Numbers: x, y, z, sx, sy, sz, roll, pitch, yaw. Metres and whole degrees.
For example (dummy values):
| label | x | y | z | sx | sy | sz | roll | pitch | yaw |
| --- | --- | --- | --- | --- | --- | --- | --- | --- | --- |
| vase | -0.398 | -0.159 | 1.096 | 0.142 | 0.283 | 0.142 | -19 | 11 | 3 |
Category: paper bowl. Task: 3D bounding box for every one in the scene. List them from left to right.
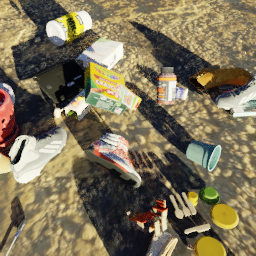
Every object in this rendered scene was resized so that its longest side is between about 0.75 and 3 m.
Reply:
| label | x | y | z | sx | sy | sz | roll | pitch | yaw |
| --- | --- | --- | --- | --- | --- | --- | --- | --- | --- |
| paper bowl | -5.928 | -1.148 | 12.367 | 1.788 | 0.930 | 1.788 | 0 | 43 | 0 |

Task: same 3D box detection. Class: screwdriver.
| label | x | y | z | sx | sy | sz | roll | pitch | yaw |
| --- | --- | --- | --- | --- | --- | --- | --- | --- | --- |
| screwdriver | -3.295 | 3.237 | 8.087 | 0.185 | 0.193 | 1.328 | 7 | 39 | 10 |

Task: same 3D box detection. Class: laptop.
| label | x | y | z | sx | sy | sz | roll | pitch | yaw |
| --- | --- | --- | --- | --- | --- | --- | --- | --- | --- |
| laptop | -3.627 | -2.376 | 14.312 | 2.838 | 1.466 | 2.515 | 46 | 56 | 8 |

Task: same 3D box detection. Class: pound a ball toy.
| label | x | y | z | sx | sy | sz | roll | pitch | yaw |
| --- | --- | --- | --- | --- | --- | --- | --- | --- | --- |
| pound a ball toy | -2.338 | -1.095 | 12.449 | 1.160 | 0.756 | 1.780 | 18 | 45 | 19 |

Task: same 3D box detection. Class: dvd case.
| label | x | y | z | sx | sy | sz | roll | pitch | yaw |
| --- | --- | --- | --- | --- | --- | --- | --- | --- | --- |
| dvd case | 5.296 | -1.323 | 13.094 | 1.547 | 0.233 | 2.119 | -4 | 41 | -4 |

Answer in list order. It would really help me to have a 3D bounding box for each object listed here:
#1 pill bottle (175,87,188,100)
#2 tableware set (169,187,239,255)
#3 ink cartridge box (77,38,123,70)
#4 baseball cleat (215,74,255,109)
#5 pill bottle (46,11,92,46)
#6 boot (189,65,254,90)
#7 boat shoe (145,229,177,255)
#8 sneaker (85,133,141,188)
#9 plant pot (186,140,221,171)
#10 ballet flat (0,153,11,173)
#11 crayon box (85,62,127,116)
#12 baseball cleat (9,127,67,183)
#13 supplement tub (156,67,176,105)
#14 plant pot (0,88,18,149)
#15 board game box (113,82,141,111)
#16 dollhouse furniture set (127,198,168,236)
| label | x | y | z | sx | sy | sz | roll | pitch | yaw |
| --- | --- | --- | --- | --- | --- | --- | --- | --- | --- |
| pill bottle | 2.336 | -1.686 | 13.269 | 0.872 | 0.522 | 0.522 | 15 | 44 | 16 |
| tableware set | 2.489 | 2.968 | 8.295 | 1.867 | 0.425 | 2.771 | -10 | 42 | -15 |
| ink cartridge box | -1.496 | -3.923 | 15.460 | 1.519 | 0.873 | 2.595 | 18 | 45 | 19 |
| baseball cleat | 5.220 | -1.754 | 12.331 | 2.874 | 1.530 | 1.002 | -15 | 44 | -10 |
| pill bottle | -3.647 | -6.371 | 17.661 | 1.529 | 1.529 | 2.675 | 27 | 50 | 27 |
| boot | 4.441 | -2.271 | 13.606 | 1.905 | 0.936 | 2.661 | -32 | 38 | -22 |
| boat shoe | 0.784 | 3.603 | 7.273 | 0.716 | 0.763 | 2.069 | 11 | 42 | 20 |
| sneaker | -0.247 | 1.022 | 10.057 | 2.483 | 0.829 | 1.331 | 27 | 51 | 30 |
| plant pot | 2.704 | 0.919 | 10.161 | 0.961 | 0.981 | 0.981 | 23 | 47 | 34 |
| ballet flat | -5.300 | 1.046 | 10.076 | 2.461 | 0.776 | 0.845 | 9 | 43 | 10 |
| crayon box | -1.061 | -1.970 | 12.865 | 1.817 | 0.727 | 2.863 | 18 | 36 | -25 |
| baseball cleat | -3.120 | 0.592 | 10.020 | 0.996 | 1.520 | 2.856 | 5 | 40 | 16 |
| supplement tub | 1.320 | -1.462 | 9.696 | 0.667 | 1.247 | 0.667 | 0 | 12 | 0 |
| plant pot | -5.319 | -0.301 | 10.729 | 2.030 | 1.849 | 2.030 | -2 | 44 | 2 |
| board game box | -0.041 | -0.974 | 8.721 | 0.950 | 0.454 | 0.142 | 40 | 31 | 19 |
| dollhouse furniture set | 0.672 | 2.555 | 8.290 | 1.106 | 0.570 | 1.094 | 5 | 13 | 44 |
